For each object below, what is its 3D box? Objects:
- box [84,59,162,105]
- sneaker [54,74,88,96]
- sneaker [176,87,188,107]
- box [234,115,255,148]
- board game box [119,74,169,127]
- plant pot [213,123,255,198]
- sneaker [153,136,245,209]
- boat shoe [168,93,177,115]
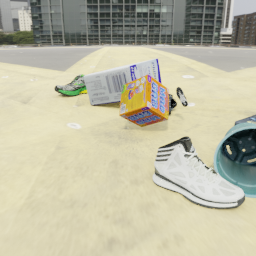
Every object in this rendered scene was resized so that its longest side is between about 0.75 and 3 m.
[{"bbox_3d":[-0.152,-2.237,13.561,2.647,1.510,2.879,-3,17,34],"label":"box"},{"bbox_3d":[-2.873,-2.406,15.403,2.555,1.088,0.997,-18,27,-38],"label":"sneaker"},{"bbox_3d":[2.024,-1.199,10.601,0.269,0.809,0.366,-25,15,14],"label":"sneaker"},{"bbox_3d":[5.200,0.288,8.735,2.321,0.751,2.943,-14,26,-35],"label":"box"},{"bbox_3d":[0.583,-0.898,9.769,1.218,1.219,1.218,-16,-31,40],"label":"board game box"},{"bbox_3d":[3.002,0.600,6.931,1.662,1.662,1.628,7,15,17],"label":"plant pot"},{"bbox_3d":[1.538,0.927,6.317,2.202,1.267,0.831,14,25,33],"label":"sneaker"},{"bbox_3d":[1.854,-1.045,12.385,0.605,0.681,1.823,8,24,18],"label":"boat shoe"}]
